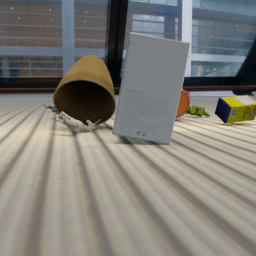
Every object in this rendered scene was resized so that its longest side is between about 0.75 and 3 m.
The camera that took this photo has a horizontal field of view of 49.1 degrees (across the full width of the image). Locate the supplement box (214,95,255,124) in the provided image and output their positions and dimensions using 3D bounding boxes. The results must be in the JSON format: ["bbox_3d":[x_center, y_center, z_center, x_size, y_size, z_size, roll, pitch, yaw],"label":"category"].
[{"bbox_3d":[3.662,-0.635,9.436,1.194,0.654,0.650,-6,35,-15],"label":"supplement box"}]

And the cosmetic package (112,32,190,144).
[{"bbox_3d":[0.581,-0.980,7.038,1.378,2.242,2.235,9,10,4],"label":"cosmetic package"}]

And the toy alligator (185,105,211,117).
[{"bbox_3d":[2.703,-0.778,11.888,1.595,0.433,0.473,9,-7,11],"label":"toy alligator"}]

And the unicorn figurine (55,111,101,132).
[{"bbox_3d":[-1.425,-0.127,7.723,0.877,0.471,1.276,26,17,11],"label":"unicorn figurine"}]

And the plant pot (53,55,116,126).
[{"bbox_3d":[-1.269,-1.396,9.016,1.870,1.870,2.007,0,46,1],"label":"plant pot"}]

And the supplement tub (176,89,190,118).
[{"bbox_3d":[1.273,-1.244,11.178,1.399,1.399,2.284,-6,22,-35],"label":"supplement tub"}]

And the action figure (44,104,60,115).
[{"bbox_3d":[-2.714,-0.857,11.299,1.066,0.558,1.031,-31,52,-33],"label":"action figure"}]
